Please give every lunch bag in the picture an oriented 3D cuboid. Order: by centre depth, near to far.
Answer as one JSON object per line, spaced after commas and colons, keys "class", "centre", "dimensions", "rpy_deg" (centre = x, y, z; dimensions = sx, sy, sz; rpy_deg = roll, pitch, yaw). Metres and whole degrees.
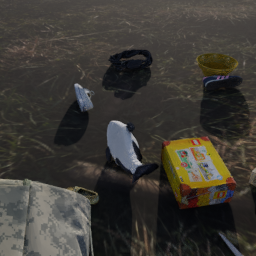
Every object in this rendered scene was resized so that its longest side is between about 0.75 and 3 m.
{"class": "lunch bag", "centre": [-1.789, 2.552, 5.292], "dimensions": [2.428, 2.017, 2.895], "rpy_deg": [7, 40, -19]}

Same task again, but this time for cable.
{"class": "cable", "centre": [0.172, -3.527, 14.437], "dimensions": [2.293, 0.582, 1.871], "rpy_deg": [-24, 38, -24]}

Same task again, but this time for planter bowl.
{"class": "planter bowl", "centre": [4.121, -2.801, 13.211], "dimensions": [1.891, 0.788, 1.891], "rpy_deg": [1, 38, 0]}

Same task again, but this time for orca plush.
{"class": "orca plush", "centre": [0.209, 0.669, 8.575], "dimensions": [0.976, 1.444, 2.745], "rpy_deg": [22, 5, -33]}

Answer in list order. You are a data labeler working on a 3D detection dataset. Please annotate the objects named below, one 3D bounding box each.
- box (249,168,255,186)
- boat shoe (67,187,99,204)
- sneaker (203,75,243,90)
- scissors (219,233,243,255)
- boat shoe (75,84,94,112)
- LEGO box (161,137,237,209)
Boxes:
{"class": "box", "centre": [4.024, 1.284, 8.190], "dimensions": [1.024, 0.486, 0.398], "rpy_deg": [-27, 40, -33]}
{"class": "boat shoe", "centre": [-1.271, 1.790, 7.682], "dimensions": [0.997, 0.314, 0.364], "rpy_deg": [16, 41, 19]}
{"class": "sneaker", "centre": [4.208, -2.165, 12.529], "dimensions": [1.753, 0.615, 0.719], "rpy_deg": [-6, 41, -9]}
{"class": "scissors", "centre": [2.851, 3.360, 5.745], "dimensions": [1.034, 0.197, 2.827], "rpy_deg": [-32, 49, -31]}
{"class": "boat shoe", "centre": [-1.731, -1.315, 11.440], "dimensions": [0.695, 0.602, 1.630], "rpy_deg": [-13, 42, -14]}
{"class": "LEGO box", "centre": [1.919, 1.203, 8.064], "dimensions": [1.474, 0.764, 1.979], "rpy_deg": [-6, 38, -7]}
